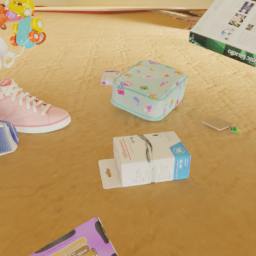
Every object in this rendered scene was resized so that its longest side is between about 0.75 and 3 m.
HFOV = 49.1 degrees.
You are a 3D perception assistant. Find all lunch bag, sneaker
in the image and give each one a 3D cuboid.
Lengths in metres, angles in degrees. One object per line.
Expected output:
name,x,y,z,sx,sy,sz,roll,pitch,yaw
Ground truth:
lunch bag,0.793,-1.508,10.482,2.312,1.111,2.883,22,38,21
sneaker,-3.393,-0.765,8.992,2.999,1.567,1.129,3,27,3
sneaker,-4.635,-0.063,8.087,2.927,1.183,1.690,-2,31,-1

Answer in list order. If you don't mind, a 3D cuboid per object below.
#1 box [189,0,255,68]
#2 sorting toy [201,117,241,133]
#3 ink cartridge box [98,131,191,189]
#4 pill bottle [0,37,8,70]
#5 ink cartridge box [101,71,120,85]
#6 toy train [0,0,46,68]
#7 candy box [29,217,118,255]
box,3.006,-2.402,6.962,2.424,0.440,1.749,29,68,24
sorting toy,3.056,-0.058,9.124,0.825,0.164,1.117,-12,27,-29
ink cartridge box,0.344,0.764,7.075,2.127,0.709,1.232,-6,30,-11
pill bottle,-4.241,-1.666,7.616,1.186,1.186,2.129,10,57,18
ink cartridge box,-0.794,-2.375,13.206,0.788,0.277,1.321,2,32,3
toy train,-3.394,-2.986,8.482,2.643,1.985,0.735,56,16,26
candy box,-0.696,2.697,2.750,2.381,1.015,2.839,-26,36,-16
